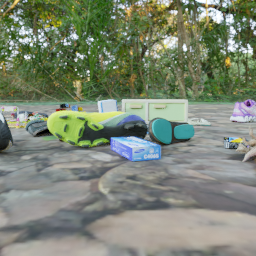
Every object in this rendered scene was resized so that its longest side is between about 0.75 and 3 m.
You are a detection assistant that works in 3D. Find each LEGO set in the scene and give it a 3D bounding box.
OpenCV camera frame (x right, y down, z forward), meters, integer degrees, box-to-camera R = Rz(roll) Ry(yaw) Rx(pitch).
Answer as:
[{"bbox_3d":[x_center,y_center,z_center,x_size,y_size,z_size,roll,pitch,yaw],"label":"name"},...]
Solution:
[{"bbox_3d":[-4.435,-0.483,11.678,2.351,0.875,1.081,-3,7,-24],"label":"LEGO set"}]

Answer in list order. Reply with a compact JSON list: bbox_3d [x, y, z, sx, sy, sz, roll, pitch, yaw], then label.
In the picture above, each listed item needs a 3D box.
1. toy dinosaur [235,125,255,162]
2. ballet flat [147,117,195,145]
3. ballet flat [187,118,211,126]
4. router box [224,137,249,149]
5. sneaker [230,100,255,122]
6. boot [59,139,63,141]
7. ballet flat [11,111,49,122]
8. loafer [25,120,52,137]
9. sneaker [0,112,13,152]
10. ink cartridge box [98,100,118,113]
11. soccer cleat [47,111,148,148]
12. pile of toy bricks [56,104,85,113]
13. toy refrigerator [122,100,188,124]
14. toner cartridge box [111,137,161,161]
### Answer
[{"bbox_3d":[2.803,0.427,5.916,0.816,0.517,1.204,29,31,20],"label":"toy dinosaur"},{"bbox_3d":[1.036,0.139,7.719,0.717,0.713,2.097,-6,-9,42],"label":"ballet flat"},{"bbox_3d":[3.119,-0.266,12.220,1.037,0.323,0.350,1,7,8],"label":"ballet flat"},{"bbox_3d":[2.789,0.389,7.242,0.571,0.195,0.765,2,7,16],"label":"router box"},{"bbox_3d":[6.241,-0.860,13.985,2.486,1.099,1.000,-2,6,-24],"label":"sneaker"},{"bbox_3d":[-1.366,-0.034,8.772,1.375,0.668,1.826,-1,11,-1],"label":"boot"},{"bbox_3d":[-4.570,-0.475,12.989,1.719,0.628,0.628,1,7,-8],"label":"ballet flat"},{"bbox_3d":[-2.593,0.016,9.493,1.695,0.609,0.533,-11,48,-46],"label":"loafer"},{"bbox_3d":[-3.805,0.189,6.460,2.894,1.067,1.158,-1,18,34],"label":"sneaker"},{"bbox_3d":[-0.788,-0.568,11.253,0.633,1.087,1.504,-9,8,-10],"label":"ink cartridge box"},{"bbox_3d":[-0.801,-0.047,7.566,2.747,0.888,1.149,3,20,-24],"label":"soccer cleat"},{"bbox_3d":[-2.094,-0.500,11.133,0.876,0.985,1.775,-3,-4,-43],"label":"pile of toy bricks"},{"bbox_3d":[1.208,-0.749,12.905,2.955,1.122,1.034,1,7,1],"label":"toy refrigerator"},{"bbox_3d":[0.131,0.443,6.345,0.664,0.302,1.398,-3,7,-22],"label":"toner cartridge box"}]
